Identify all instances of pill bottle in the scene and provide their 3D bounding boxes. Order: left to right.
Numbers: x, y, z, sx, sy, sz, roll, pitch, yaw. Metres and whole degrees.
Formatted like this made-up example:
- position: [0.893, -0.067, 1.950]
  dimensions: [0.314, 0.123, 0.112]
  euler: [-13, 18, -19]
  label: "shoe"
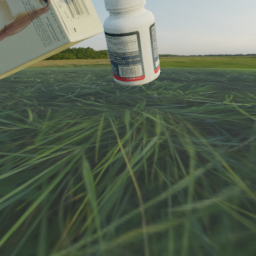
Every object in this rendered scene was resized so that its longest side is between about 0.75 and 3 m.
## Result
- position: [0.082, -2.567, 7.931]
  dimensions: [1.444, 2.414, 1.444]
  euler: [-7, 34, 5]
  label: "pill bottle"

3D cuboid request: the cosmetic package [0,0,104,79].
- position: [-2.256, -2.086, 6.175]
  dimensions: [2.958, 1.290, 1.529]
  euler: [-15, 20, 27]
  label: "cosmetic package"
